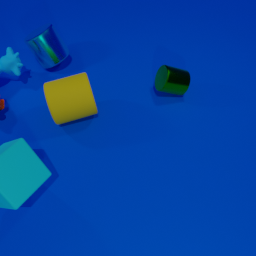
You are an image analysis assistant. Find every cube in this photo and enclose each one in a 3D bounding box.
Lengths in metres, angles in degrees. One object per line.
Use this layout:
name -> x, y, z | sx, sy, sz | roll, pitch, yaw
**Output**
cube -> -2.537, 0.982, 6.014 | 1.046, 1.046, 1.046 | -13, 27, 46

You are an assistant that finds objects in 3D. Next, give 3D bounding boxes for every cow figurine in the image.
cow figurine -> -4.054, -1.771, 8.282 | 1.603, 0.894, 1.629 | -15, 5, 26

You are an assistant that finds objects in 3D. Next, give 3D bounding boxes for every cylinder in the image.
cylinder -> 1.319, -1.420, 8.355 | 0.789, 0.789, 0.789 | 8, 47, -23
cylinder -> -1.551, -0.808, 7.682 | 1.176, 1.176, 1.176 | -17, 52, -6
cylinder -> -2.626, -2.667, 9.120 | 1.053, 1.053, 1.053 | -20, 37, 16

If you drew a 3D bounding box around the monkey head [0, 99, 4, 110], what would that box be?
monkey head -> -3.923, -0.686, 7.825 | 0.790, 0.662, 1.099 | -43, 81, 12
